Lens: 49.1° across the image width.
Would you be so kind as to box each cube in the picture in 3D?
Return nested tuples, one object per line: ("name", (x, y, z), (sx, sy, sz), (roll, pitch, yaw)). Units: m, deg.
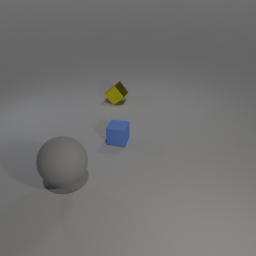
("cube", (-0.360, 0.177, 10.202), (0.700, 0.700, 0.700), (6, 31, 12))
("cube", (-0.532, -1.630, 13.080), (0.700, 0.700, 0.700), (-31, 14, 33))

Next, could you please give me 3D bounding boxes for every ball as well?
("ball", (-1.818, 0.924, 7.791), (1.400, 1.400, 1.400), (0, 30, 0))
